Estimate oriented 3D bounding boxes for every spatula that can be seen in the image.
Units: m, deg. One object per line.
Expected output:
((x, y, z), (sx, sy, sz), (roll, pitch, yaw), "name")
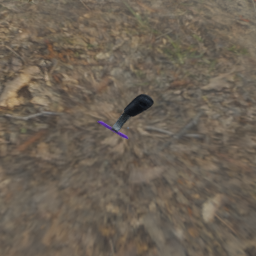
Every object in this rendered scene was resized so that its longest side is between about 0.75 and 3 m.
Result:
((-0.053, -0.120, 3.666), (0.516, 1.826, 0.188), (31, 69, -8), "spatula")

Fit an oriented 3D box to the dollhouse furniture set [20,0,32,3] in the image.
((-2.400, -4.533, 7.721), (2.468, 1.093, 1.279), (-46, 22, -21), "dollhouse furniture set")
